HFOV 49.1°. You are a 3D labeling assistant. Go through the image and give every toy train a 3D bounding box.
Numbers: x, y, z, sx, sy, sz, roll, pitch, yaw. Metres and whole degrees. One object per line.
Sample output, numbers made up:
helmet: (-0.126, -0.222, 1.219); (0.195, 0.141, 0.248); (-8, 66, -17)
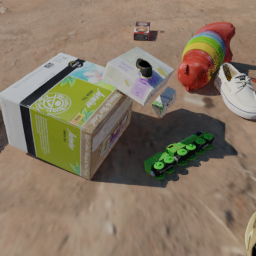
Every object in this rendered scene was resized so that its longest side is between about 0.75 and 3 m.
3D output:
toy train: (1.407, 0.653, 7.555); (2.283, 0.476, 0.644); (-26, 36, -28)

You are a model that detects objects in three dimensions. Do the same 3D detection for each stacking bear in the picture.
stacking bear: (2.822, -2.590, 10.673); (1.675, 1.789, 2.945); (15, 48, 27)

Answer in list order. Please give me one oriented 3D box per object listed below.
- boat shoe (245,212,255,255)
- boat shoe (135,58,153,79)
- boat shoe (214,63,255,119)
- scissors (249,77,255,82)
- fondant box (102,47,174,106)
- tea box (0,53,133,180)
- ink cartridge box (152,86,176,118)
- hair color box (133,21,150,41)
boat shoe: (2.649, 2.348, 5.260); (0.808, 0.725, 2.183); (14, 42, 16)
boat shoe: (0.388, -1.500, 6.741); (0.347, 0.297, 0.947); (-5, 34, -8)
boat shoe: (3.784, -1.387, 9.604); (0.955, 0.940, 2.693); (-4, 40, -5)
scissors: (4.923, -1.913, 10.922); (0.654, 0.125, 1.788); (-27, 45, -25)
fondant box: (0.325, -1.425, 7.378); (1.285, 0.519, 1.781); (34, 38, 7)
tea box: (-1.474, -0.466, 7.677); (2.598, 1.765, 2.641); (21, 43, 12)
ink cartridge box: (1.150, -0.817, 8.811); (0.363, 0.603, 0.831); (34, 75, 21)
hair color box: (0.722, -4.968, 14.313); (0.766, 0.462, 1.509); (4, 40, 4)
